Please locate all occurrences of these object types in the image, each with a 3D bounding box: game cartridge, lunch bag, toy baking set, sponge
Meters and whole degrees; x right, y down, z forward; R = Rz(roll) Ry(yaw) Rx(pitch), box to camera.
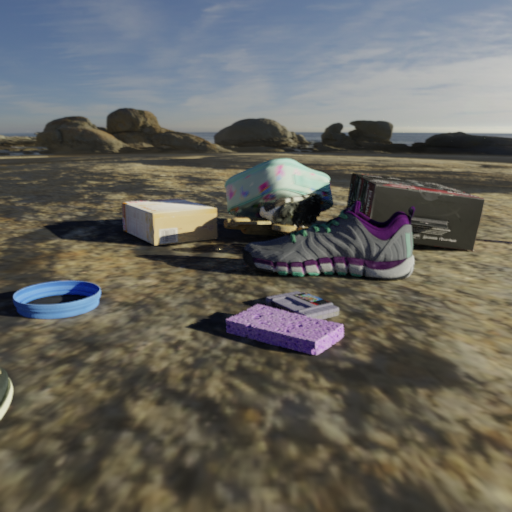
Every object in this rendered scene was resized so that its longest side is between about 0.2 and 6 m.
[{"bbox_3d":[0.652,0.707,7.997,0.623,0.185,0.961,-14,19,-31],"label":"game cartridge"},{"bbox_3d":[0.637,-1.536,13.622,2.002,0.962,2.496,-21,-18,37],"label":"lunch bag"},{"bbox_3d":[0.995,-0.488,12.225,3.340,0.389,2.563,1,9,-43],"label":"toy baking set"},{"bbox_3d":[0.353,0.910,7.042,1.334,0.199,0.744,9,16,35],"label":"sponge"}]

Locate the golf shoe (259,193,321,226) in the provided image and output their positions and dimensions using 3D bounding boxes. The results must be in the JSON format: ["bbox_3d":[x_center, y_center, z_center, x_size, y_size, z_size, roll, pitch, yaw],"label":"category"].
[{"bbox_3d":[0.815,-1.090,12.584,0.883,0.727,1.869,16,18,32],"label":"golf shoe"}]

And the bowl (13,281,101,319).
[{"bbox_3d":[-2.873,0.634,8.125,1.207,0.237,1.207,0,13,0],"label":"bowl"}]

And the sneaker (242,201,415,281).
[{"bbox_3d":[1.261,-0.355,9.881,3.005,1.315,1.118,2,14,6],"label":"sneaker"}]

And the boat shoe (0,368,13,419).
[{"bbox_3d":[-2.853,1.226,4.401,0.908,0.805,2.429,5,14,18],"label":"boat shoe"}]

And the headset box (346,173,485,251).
[{"bbox_3d":[3.444,-1.043,12.600,2.320,1.204,3.118,7,14,-2],"label":"headset box"}]

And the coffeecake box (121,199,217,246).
[{"bbox_3d":[-2.076,-0.847,13.196,1.569,0.747,2.044,-8,16,-31],"label":"coffeecake box"}]
